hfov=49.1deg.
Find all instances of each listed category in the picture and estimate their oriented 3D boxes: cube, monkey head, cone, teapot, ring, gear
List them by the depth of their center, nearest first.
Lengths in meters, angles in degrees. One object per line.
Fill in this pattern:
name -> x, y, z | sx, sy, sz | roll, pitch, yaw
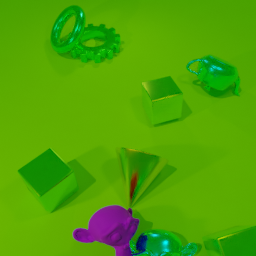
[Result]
cube -> 1.989, 2.313, 5.148 | 0.814, 0.814, 0.814 | -13, 72, -10
monkey head -> 0.570, 2.482, 5.275 | 1.475, 0.889, 1.061 | 0, 96, 12
monkey head -> -0.280, 2.024, 5.358 | 1.417, 1.019, 0.854 | -9, 7, -38
cube -> -1.720, 1.149, 6.155 | 0.860, 0.860, 0.860 | -38, 60, -26
cone -> 0.167, 1.200, 6.289 | 1.255, 1.255, 1.260 | 12, 80, 10
cube -> 0.899, -0.748, 7.517 | 0.846, 0.846, 0.846 | -15, 46, -9
teapot -> 2.565, -1.502, 8.079 | 1.904, 0.932, 1.184 | 21, 25, -9
ring -> -2.003, -3.258, 9.248 | 1.658, 0.332, 1.658 | -14, 68, 38
gear -> -1.185, -2.967, 9.718 | 1.827, 0.338, 1.827 | 0, 52, 0
